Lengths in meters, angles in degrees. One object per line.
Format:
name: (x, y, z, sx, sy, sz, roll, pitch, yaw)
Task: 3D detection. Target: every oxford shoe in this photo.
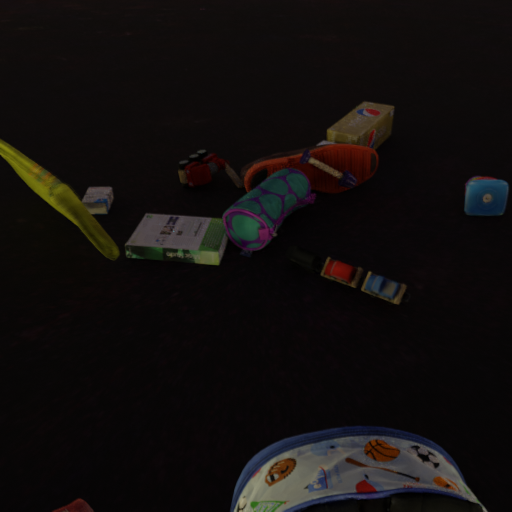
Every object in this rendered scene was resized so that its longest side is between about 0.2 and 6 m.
oxford shoe: (1.278, -2.222, 13.686, 3.432, 1.221, 1.245, -8, 28, -13)

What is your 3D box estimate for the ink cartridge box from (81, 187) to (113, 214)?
ink cartridge box: (-3.664, -1.284, 12.969, 0.562, 0.325, 0.770, -1, 33, -1)

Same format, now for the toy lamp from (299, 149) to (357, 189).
toy lamp: (1.668, -1.959, 12.851, 1.390, 0.405, 0.405, 26, 32, -10)

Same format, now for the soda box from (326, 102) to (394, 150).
soda box: (2.968, -3.497, 15.890, 0.974, 0.920, 2.875, 17, 36, 25)

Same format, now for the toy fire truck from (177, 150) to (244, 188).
toy fire truck: (-1.071, -2.034, 13.854, 1.352, 0.870, 1.190, 7, 31, 30)

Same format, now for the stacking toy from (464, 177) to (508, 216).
stacking toy: (5.223, -1.539, 13.109, 0.900, 0.851, 1.551, 2, 21, 8)

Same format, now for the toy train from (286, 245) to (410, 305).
toy train: (1.599, 0.304, 10.179, 2.485, 0.569, 0.424, 21, 79, 30)

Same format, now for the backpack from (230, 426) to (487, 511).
backpack: (0.879, 2.726, 4.605, 2.702, 2.573, 2.081, -4, 17, -7)

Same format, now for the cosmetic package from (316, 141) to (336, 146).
cosmetic package: (1.861, -2.563, 14.643, 0.565, 0.680, 0.569, 20, 37, 28)

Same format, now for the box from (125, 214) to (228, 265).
box: (-1.553, -0.366, 11.535, 1.910, 0.347, 1.378, 4, 32, 8)

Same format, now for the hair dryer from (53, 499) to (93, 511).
hair dryer: (-3.222, 3.073, 5.667, 3.143, 0.854, 2.394, -5, 32, -11)

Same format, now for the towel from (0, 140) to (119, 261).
towel: (-4.182, -1.219, 11.318, 0.376, 1.794, 4.167, -43, 42, -15)

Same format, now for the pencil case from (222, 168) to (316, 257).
pencil case: (0.305, -1.006, 11.860, 1.135, 1.045, 2.456, 24, 37, 16)
